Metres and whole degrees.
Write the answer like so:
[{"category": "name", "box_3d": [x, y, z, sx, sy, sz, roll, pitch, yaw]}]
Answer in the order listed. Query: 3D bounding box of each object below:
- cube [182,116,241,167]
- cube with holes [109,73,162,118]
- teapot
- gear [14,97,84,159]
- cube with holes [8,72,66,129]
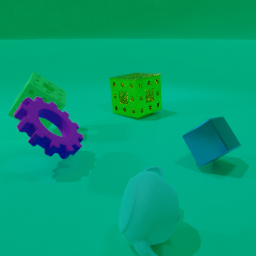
[{"category": "cube", "box_3d": [1.686, 0.263, 5.649, 0.712, 0.712, 0.712, -8, -24, -50]}, {"category": "cube with holes", "box_3d": [0.270, -1.123, 9.210, 1.185, 1.185, 1.185, -21, 24, -41]}, {"category": "teapot", "box_3d": [0.314, 1.110, 3.624, 0.748, 0.949, 1.527, 16, 45, -9]}, {"category": "gear", "box_3d": [-1.524, -0.023, 5.545, 1.407, 0.260, 1.407, 39, 21, -18]}, {"category": "cube with holes", "box_3d": [-2.283, -0.651, 7.177, 0.979, 0.979, 0.979, 32, 17, -24]}]
